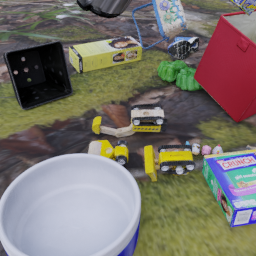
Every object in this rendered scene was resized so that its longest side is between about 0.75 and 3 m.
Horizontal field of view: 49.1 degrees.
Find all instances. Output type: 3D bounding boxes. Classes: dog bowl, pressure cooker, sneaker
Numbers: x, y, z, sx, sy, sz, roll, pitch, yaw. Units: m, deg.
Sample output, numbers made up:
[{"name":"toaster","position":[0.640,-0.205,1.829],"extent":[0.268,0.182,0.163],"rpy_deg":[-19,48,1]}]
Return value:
[{"name":"dog bowl","position":[-0.908,1.457,4.667],"extent":[2.231,0.879,2.231],"rpy_deg":[0,35,0]},{"name":"pressure cooker","position":[-0.490,-3.588,6.860],"extent":[1.512,1.720,1.536],"rpy_deg":[6,69,-27]},{"name":"sneaker","position":[2.231,-3.443,11.971],"extent":[0.915,0.806,2.053],"rpy_deg":[17,29,35]}]

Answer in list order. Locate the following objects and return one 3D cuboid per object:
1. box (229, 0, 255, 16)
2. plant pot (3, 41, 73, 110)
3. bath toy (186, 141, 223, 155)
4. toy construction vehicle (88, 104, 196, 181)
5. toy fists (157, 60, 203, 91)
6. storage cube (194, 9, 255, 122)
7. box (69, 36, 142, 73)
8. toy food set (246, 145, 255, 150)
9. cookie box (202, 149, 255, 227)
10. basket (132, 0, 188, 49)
[{"name":"box","position":[2.047,-2.721,5.466],"extent":[0.435,0.399,1.241],"rpy_deg":[13,39,-40]},{"name":"plant pot","position":[-2.946,-1.757,8.779],"extent":[1.693,1.689,1.502],"rpy_deg":[-23,29,-29]},{"name":"bath toy","position":[1.784,0.495,6.558],"extent":[0.869,0.321,0.378],"rpy_deg":[8,36,10]},{"name":"toy construction vehicle","position":[0.244,0.388,6.480],"extent":[2.244,0.790,1.954],"rpy_deg":[-3,46,0]},{"name":"toy fists","position":[1.862,-1.836,9.614],"extent":[1.013,0.684,1.988],"rpy_deg":[-25,43,-29]},{"name":"storage cube","position":[3.508,-1.768,7.816],"extent":[2.025,2.129,2.369],"rpy_deg":[-20,58,-25]},{"name":"box","position":[-0.856,-2.960,11.127],"extent":[2.767,0.693,1.042],"rpy_deg":[-19,47,-25]},{"name":"toy food set","position":[3.150,0.647,6.493],"extent":[0.863,0.136,0.549],"rpy_deg":[21,40,27]},{"name":"cookie box","position":[2.281,1.103,5.473],"extent":[1.224,0.537,1.430],"rpy_deg":[-7,35,-7]},{"name":"basket","position":[0.898,-3.093,8.050],"extent":[1.430,1.261,0.994],"rpy_deg":[-19,-5,23]}]
